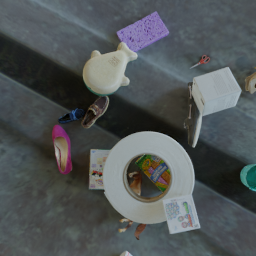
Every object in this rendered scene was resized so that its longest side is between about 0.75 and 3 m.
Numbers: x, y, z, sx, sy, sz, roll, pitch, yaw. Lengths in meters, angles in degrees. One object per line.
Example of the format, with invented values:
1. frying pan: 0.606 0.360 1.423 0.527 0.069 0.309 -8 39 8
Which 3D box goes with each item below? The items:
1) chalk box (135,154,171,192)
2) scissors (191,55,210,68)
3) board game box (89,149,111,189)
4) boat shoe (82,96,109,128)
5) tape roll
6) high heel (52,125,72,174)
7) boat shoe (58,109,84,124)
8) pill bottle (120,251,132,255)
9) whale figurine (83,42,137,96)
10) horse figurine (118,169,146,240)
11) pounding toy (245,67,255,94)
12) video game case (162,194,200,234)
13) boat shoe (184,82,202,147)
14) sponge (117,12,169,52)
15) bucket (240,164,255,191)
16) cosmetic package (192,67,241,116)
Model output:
1. chalk box: 1.061 1.265 10.126 1.218 1.226 1.965 -44 86 -3
2. scissors: 2.825 -2.519 10.982 0.867 0.060 0.317 -43 89 -4
3. board game box: -0.878 1.559 10.554 1.137 0.300 1.486 2 86 0
4. boat shoe: -1.255 -0.637 10.602 0.536 0.535 1.486 39 87 3
5. tape roll: 0.644 1.607 9.270 3.035 0.554 3.035 0 89 7
6. high heel: -2.484 0.773 10.312 0.632 0.901 1.878 -10 86 -1
7. boat shoe: -2.157 -0.406 10.672 1.052 0.361 0.443 -29 86 -2
8. pill bottle: 0.203 5.131 10.089 1.293 0.703 0.703 41 87 3
9. whale figurine: -0.672 -2.173 10.513 1.790 1.167 2.250 41 72 1
10. horse figurine: 0.145 2.807 10.186 1.506 0.567 2.272 -15 79 -33
11. pounding toy: 5.148 -1.884 10.792 1.413 0.810 0.808 -32 114 7
12. video game case: 1.615 2.624 8.566 0.926 0.120 1.017 -12 69 2
13. boat shoe: 2.414 -0.548 10.515 0.722 0.847 2.533 9 80 20
14. sponge: 0.580 -3.705 10.966 1.803 0.269 1.006 -29 86 -2
15. bucket: 4.722 1.814 10.355 1.030 0.670 1.030 0 86 0
16. cosmetic package: 2.960 -1.220 9.560 1.259 1.038 1.037 -17 64 1
